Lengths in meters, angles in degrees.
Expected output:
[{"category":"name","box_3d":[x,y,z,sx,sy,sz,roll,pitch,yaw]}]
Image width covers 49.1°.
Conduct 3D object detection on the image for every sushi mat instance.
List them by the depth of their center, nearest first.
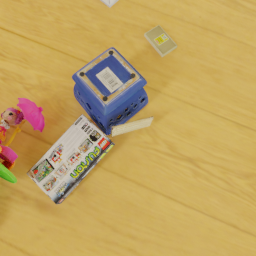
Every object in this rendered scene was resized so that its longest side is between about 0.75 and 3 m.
[{"category":"sushi mat","box_3d":[0.129,-0.047,9.544,1.474,0.705,0.089,-15,68,-14]}]

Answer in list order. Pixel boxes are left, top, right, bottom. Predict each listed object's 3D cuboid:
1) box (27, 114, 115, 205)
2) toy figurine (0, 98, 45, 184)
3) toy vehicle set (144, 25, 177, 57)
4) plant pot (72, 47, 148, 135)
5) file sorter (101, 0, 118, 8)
[{"category":"box","box_3d":[-1.949,1.057,9.640,1.533,0.484,2.786,42,86,11]},{"category":"toy figurine","box_3d":[-4.194,0.104,9.756,2.893,2.172,2.663,14,57,30]},{"category":"toy vehicle set","box_3d":[1.340,-3.586,11.499,0.778,0.166,1.253,-34,75,-10]},{"category":"plant pot","box_3d":[-0.625,-1.373,9.878,2.148,1.931,2.148,-38,76,-12]},{"category":"file sorter","box_3d":[-1.019,-6.402,11.883,1.853,1.154,1.285,42,77,12]}]
